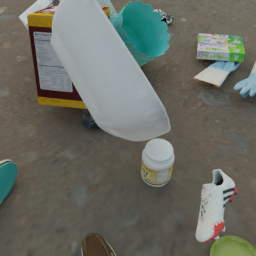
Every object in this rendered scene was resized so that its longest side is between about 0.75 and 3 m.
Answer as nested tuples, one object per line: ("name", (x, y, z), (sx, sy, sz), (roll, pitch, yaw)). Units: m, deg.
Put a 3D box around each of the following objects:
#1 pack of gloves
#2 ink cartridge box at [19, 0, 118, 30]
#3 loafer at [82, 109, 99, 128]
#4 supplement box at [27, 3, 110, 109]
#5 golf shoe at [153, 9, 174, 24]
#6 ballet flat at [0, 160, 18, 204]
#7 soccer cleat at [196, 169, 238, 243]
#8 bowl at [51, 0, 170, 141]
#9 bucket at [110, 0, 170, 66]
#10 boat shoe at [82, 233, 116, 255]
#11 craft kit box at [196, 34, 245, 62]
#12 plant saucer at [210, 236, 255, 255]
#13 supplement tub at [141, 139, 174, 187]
("pack of gloves", (4.054, -1.871, 10.314), (2.303, 0.541, 2.742), (24, 45, 30))
("ink cartridge box", (-2.117, -4.059, 10.357), (2.949, 2.164, 1.222), (-42, 47, -3))
("loafer", (-0.579, -0.411, 8.625), (1.686, 0.610, 0.614), (-8, 28, -10))
("supplement box", (-1.642, -2.347, 8.776), (1.707, 2.571, 2.536), (6, 31, 6))
("golf shoe", (1.564, -5.318, 13.397), (1.225, 0.476, 0.579), (30, 54, 26))
("ballet flat", (-3.557, 1.788, 6.601), (0.882, 0.882, 2.540), (8, 48, 7))
("soccer cleat", (1.603, 1.445, 5.351), (0.674, 0.543, 1.582), (52, 51, -8))
("bowl", (-0.355, -0.937, 5.559), (1.080, 2.892, 2.888), (-31, 81, 4))
("bucket", (0.254, -3.288, 10.192), (2.237, 1.455, 2.237), (11, 71, -35))
("boat shoe", (-0.444, 2.871, 5.583), (0.689, 0.690, 1.865), (-21, 50, -18))
("craft kit box", (3.717, -3.292, 11.380), (1.786, 0.433, 1.764), (6, 43, 10))
("plant saucer", (2.278, 2.858, 5.959), (1.078, 0.167, 1.078), (0, 47, 1))
("supplement tub", (0.747, 0.885, 7.142), (0.810, 1.122, 0.810), (0, 47, 0))
